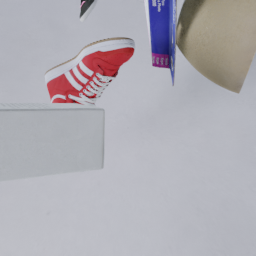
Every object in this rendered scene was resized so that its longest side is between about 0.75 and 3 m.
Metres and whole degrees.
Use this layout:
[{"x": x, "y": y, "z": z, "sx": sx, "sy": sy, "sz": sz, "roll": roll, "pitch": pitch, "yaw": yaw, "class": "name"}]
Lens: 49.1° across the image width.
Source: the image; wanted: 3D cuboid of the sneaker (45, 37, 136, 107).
[{"x": -0.790, "y": -0.830, "z": 5.976, "sx": 0.929, "sy": 2.609, "sz": 1.467, "roll": -1, "pitch": 79, "yaw": -49, "class": "sneaker"}]

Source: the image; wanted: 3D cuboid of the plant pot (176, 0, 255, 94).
[{"x": 2.224, "y": -2.408, "z": 6.735, "sx": 1.860, "sy": 2.771, "sz": 2.771, "roll": 19, "pitch": 51, "yaw": 17, "class": "plant pot"}]

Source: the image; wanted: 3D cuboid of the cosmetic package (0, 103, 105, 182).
[{"x": -1.562, "y": 0.114, "z": 3.476, "sx": 2.310, "sy": 0.823, "sz": 1.171, "roll": -3, "pitch": 9, "yaw": -28, "class": "cosmetic package"}]

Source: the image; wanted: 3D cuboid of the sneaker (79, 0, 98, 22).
[{"x": -1.171, "y": -3.465, "z": 7.298, "sx": 0.754, "sy": 0.537, "sz": 1.519, "roll": 29, "pitch": 61, "yaw": -26, "class": "sneaker"}]

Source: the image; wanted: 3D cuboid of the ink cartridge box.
[{"x": 0.734, "y": -3.037, "z": 7.055, "sx": 0.638, "sy": 2.893, "sz": 2.947, "roll": -5, "pitch": 60, "yaw": 5, "class": "ink cartridge box"}]
